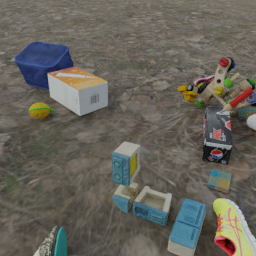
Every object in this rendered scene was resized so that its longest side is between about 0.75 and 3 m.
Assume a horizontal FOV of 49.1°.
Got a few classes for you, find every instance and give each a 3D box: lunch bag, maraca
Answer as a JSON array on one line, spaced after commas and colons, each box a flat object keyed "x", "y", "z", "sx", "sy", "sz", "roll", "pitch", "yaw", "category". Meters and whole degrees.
[{"x": -4.003, "y": -2.910, "z": 13.604, "sx": 2.658, "sy": 1.759, "sz": 1.806, "roll": 15, "pitch": 53, "yaw": 20, "category": "lunch bag"}, {"x": -3.397, "y": -0.676, "z": 11.039, "sx": 0.800, "sy": 0.624, "sz": 1.167, "roll": -10, "pitch": -5, "yaw": 18, "category": "maraca"}]

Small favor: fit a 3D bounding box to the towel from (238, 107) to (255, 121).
[{"x": 4.930, "y": -0.575, "z": 11.502, "sx": 0.782, "sy": 0.116, "sz": 1.067, "roll": 11, "pitch": 36, "yaw": 17, "category": "towel"}]

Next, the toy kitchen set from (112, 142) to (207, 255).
[{"x": 0.656, "y": 1.596, "z": 6.590, "sx": 2.296, "sy": 1.839, "sz": 1.353, "roll": 14, "pitch": 35, "yaw": 20, "category": "toy kitchen set"}]

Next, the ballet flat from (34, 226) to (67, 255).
[{"x": -1.544, "y": 3.001, "z": 5.381, "sx": 0.946, "sy": 0.853, "sz": 2.514, "roll": -17, "pitch": 35, "yaw": -11, "category": "ballet flat"}]

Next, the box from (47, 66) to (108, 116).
[{"x": -2.187, "y": -1.671, "z": 12.150, "sx": 1.496, "sy": 1.172, "sz": 2.405, "roll": -25, "pitch": 40, "yaw": -36, "category": "box"}]

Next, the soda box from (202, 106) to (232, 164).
[{"x": 3.091, "y": 0.156, "z": 9.761, "sx": 0.873, "sy": 0.782, "sz": 2.468, "roll": 8, "pitch": 35, "yaw": 12, "category": "soda box"}]

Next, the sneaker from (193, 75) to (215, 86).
[{"x": 3.914, "y": -2.390, "z": 13.862, "sx": 1.385, "sy": 0.558, "sz": 0.517, "roll": -9, "pitch": 32, "yaw": -12, "category": "sneaker"}]

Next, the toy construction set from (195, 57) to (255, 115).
[{"x": 3.759, "y": -1.194, "z": 11.007, "sx": 2.432, "sy": 2.240, "sz": 2.916, "roll": 48, "pitch": 28, "yaw": -1, "category": "toy construction set"}]

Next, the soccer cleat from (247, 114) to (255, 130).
[{"x": 5.479, "y": 0.050, "z": 9.934, "sx": 2.384, "sy": 0.818, "sz": 1.015, "roll": 16, "pitch": 32, "yaw": 16, "category": "soccer cleat"}]

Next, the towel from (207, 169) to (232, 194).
[{"x": 2.701, "y": 1.565, "z": 8.255, "sx": 0.605, "sy": 0.090, "sz": 0.826, "roll": 13, "pitch": 37, "yaw": 19, "category": "towel"}]

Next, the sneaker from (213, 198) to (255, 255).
[{"x": 2.319, "y": 2.370, "z": 6.477, "sx": 0.810, "sy": 0.701, "sz": 1.793, "roll": -8, "pitch": 34, "yaw": -7, "category": "sneaker"}]

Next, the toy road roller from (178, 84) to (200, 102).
[{"x": 2.475, "y": -1.399, "z": 11.508, "sx": 0.546, "sy": 0.649, "sz": 0.889, "roll": 14, "pitch": -3, "yaw": -33, "category": "toy road roller"}]
